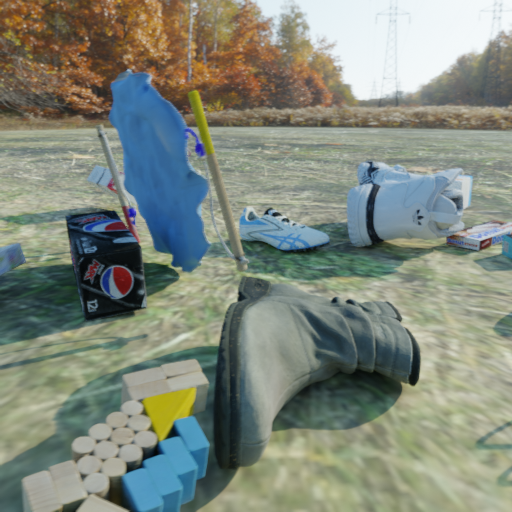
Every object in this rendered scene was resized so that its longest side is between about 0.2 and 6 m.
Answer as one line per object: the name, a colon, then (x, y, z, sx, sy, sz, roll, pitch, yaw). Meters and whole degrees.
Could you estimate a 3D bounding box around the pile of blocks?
pile of blocks: (-0.857, 1.600, 3.268, 1.008, 0.763, 2.457, 19, 29, 17)

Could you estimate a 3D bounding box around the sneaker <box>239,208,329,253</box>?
sneaker: (0.469, -0.498, 10.433, 1.945, 0.705, 0.699, 13, 20, 34)

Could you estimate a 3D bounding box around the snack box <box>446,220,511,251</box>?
snack box: (4.507, -0.420, 10.962, 1.891, 0.230, 0.680, -14, 21, -40)

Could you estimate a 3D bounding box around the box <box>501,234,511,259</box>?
box: (5.157, -0.145, 9.761, 1.508, 0.371, 0.620, -1, 16, -4)

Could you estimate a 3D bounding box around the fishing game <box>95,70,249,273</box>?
fishing game: (-1.442, -1.316, 8.697, 0.696, 3.207, 4.479, -23, 13, -26)

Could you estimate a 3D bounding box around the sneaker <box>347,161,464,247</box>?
sneaker: (3.027, -1.128, 11.180, 2.057, 1.345, 3.579, -2, 20, 18)

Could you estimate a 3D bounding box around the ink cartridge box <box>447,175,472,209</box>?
ink cartridge box: (4.813, -1.565, 13.938, 0.793, 0.772, 1.233, 10, 18, 31)

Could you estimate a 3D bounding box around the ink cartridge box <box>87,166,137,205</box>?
ink cartridge box: (-3.456, -1.744, 13.771, 1.163, 0.485, 0.845, 20, -12, 39)

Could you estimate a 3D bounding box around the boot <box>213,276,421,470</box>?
boot: (0.656, 0.913, 5.236, 1.898, 0.984, 2.906, 7, 18, 4)

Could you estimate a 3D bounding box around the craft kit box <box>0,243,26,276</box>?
craft kit box: (-4.142, 0.313, 7.454, 1.542, 0.374, 1.523, -14, 10, 6)

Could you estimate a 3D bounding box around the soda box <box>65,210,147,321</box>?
soda box: (-2.252, 0.013, 8.181, 0.826, 0.923, 2.609, -9, 18, -20)
